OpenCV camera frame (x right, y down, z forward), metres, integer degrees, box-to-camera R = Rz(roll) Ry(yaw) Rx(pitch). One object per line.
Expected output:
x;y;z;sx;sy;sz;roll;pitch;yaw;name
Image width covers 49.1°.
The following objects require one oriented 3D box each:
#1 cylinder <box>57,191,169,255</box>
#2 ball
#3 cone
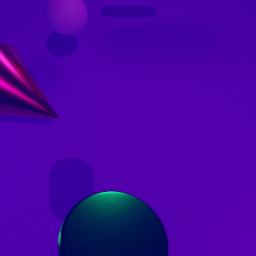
-0.246;1.554;3.333;1.179;1.179;1.179;9;44;-8;cylinder
-1.561;-2.917;7.199;1.035;1.035;1.035;0;68;0;ball
-1.931;-0.557;5.250;1.497;1.492;1.492;30;71;4;cone
